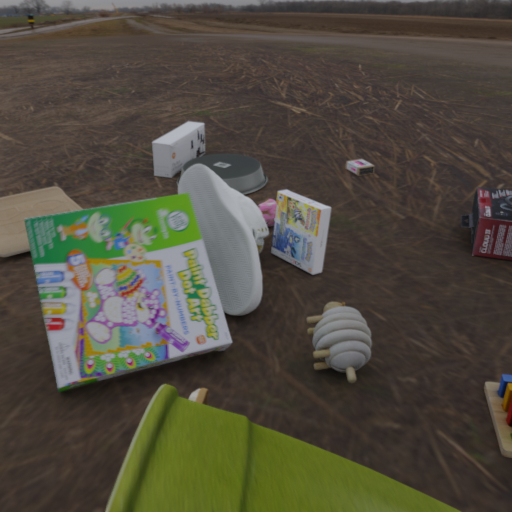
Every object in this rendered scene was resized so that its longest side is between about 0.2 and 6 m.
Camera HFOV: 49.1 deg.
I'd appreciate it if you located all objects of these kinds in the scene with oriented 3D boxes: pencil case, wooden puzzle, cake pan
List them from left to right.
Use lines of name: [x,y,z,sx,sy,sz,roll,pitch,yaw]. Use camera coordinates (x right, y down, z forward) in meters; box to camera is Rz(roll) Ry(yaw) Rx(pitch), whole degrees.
wooden puzzle: [-4.799,-0.686,12.040,2.093,0.523,2.260,-19,38,-31]
cake pan: [-0.908,-2.195,14.885,2.414,0.443,2.414,-1,28,0]
pencil case: [-0.199,-0.812,12.129,1.462,0.633,0.605,-17,74,-28]

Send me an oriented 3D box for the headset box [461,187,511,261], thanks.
headset box: [5.433,-0.627,11.426,2.361,0.912,1.757,7,28,15]

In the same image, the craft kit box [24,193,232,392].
craft kit box: [-1.859,0.448,8.162,2.451,0.602,2.482,-11,74,-23]

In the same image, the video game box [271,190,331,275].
video game box: [0.824,-0.458,10.659,0.309,1.318,1.201,-16,30,-40]

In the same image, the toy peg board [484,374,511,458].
toy peg board: [3.646,1.885,6.954,1.259,0.616,1.254,5,28,9]

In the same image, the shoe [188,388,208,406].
shoe: [-0.945,2.104,6.614,0.410,0.537,1.537,13,32,10]

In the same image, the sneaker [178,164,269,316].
sneaker: [-0.237,-0.189,10.290,1.795,1.144,3.106,26,36,-51]

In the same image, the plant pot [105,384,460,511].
plant pot: [0.520,2.668,3.380,3.009,3.125,3.125,13,28,-1]

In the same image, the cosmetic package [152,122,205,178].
cosmetic package: [-2.164,-3.087,16.066,0.596,0.972,2.356,8,29,17]

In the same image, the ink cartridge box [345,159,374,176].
ink cartridge box: [2.907,-2.483,15.694,0.537,0.245,0.651,-11,31,-23]

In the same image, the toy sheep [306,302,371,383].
toy sheep: [1.212,1.224,8.014,0.920,0.920,1.334,-3,52,-6]
